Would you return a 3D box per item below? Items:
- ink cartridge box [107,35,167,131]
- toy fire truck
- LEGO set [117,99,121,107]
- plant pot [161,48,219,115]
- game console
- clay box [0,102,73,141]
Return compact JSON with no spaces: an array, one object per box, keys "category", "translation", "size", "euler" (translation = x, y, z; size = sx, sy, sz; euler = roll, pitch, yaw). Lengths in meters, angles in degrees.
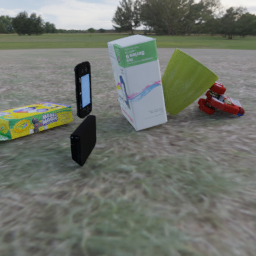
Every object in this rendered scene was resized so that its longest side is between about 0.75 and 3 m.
[{"category":"ink cartridge box","translation":[0.286,-1.475,8.877],"size":[1.132,2.587,1.880],"euler":[-17,25,-8]},{"category":"toy fire truck","translation":[3.478,-0.963,10.229],"size":[1.543,1.030,1.838],"euler":[23,21,4]},{"category":"LEGO set","translation":[0.100,-1.500,11.384],"size":[0.612,0.757,1.645],"euler":[10,62,14]},{"category":"plant pot","translation":[1.792,-1.425,9.548],"size":[1.751,1.871,1.751],"euler":[33,14,-9]},{"category":"game console","translation":[-1.008,-0.352,6.370],"size":[0.270,2.236,1.319],"euler":[4,23,8]},{"category":"clay box","translation":[-3.115,-0.265,8.571],"size":[1.416,0.586,2.464],"euler":[11,21,38]}]
